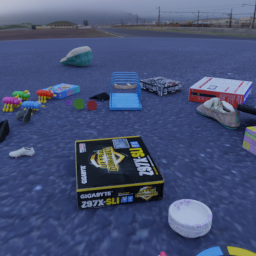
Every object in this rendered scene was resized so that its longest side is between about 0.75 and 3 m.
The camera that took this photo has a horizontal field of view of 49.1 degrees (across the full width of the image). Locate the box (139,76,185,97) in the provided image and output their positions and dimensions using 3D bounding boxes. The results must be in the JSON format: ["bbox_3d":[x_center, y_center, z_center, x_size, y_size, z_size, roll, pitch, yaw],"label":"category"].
[{"bbox_3d":[1.843,-2.401,15.853,1.687,0.532,2.139,-16,27,-33],"label":"box"}]

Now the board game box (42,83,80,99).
[{"bbox_3d":[-3.616,-2.004,15.113,1.268,0.375,1.667,12,26,27],"label":"board game box"}]

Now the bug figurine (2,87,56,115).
[{"bbox_3d":[-4.655,-1.357,13.167,2.086,0.692,2.690,1,23,2],"label":"bug figurine"}]

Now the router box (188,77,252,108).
[{"bbox_3d":[4.817,-1.907,14.449,2.573,0.700,2.867,13,26,28],"label":"router box"}]

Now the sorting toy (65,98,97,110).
[{"bbox_3d":[-2.161,-1.065,12.770,1.421,0.493,0.489,5,-3,-18],"label":"sorting toy"}]

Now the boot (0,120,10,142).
[{"bbox_3d":[-4.835,0.093,9.942,0.988,0.497,1.321,-3,23,-7],"label":"boot"}]

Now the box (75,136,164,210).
[{"bbox_3d":[-0.372,1.049,7.521,2.050,0.634,2.568,-2,23,-10],"label":"box"}]

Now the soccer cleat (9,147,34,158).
[{"bbox_3d":[-3.298,0.734,8.685,0.753,0.292,0.261,-4,23,-7],"label":"soccer cleat"}]

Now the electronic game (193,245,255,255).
[{"bbox_3d":[1.743,2.509,4.342,1.756,0.365,1.756,0,23,0],"label":"electronic game"}]

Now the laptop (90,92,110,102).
[{"bbox_3d":[-1.422,-1.546,14.458,0.875,0.452,0.776,-15,8,42],"label":"laptop"}]

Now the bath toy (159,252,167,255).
[{"bbox_3d":[-0.203,2.306,4.333,2.071,0.765,0.900,0,23,-2],"label":"bath toy"}]

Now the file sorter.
[{"bbox_3d":[-0.147,-1.802,13.351,1.463,1.293,2.108,-1,25,-2],"label":"file sorter"}]

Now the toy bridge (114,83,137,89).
[{"bbox_3d":[0.042,-2.468,16.431,1.641,0.223,0.552,-6,26,-15],"label":"toy bridge"}]

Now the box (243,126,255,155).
[{"bbox_3d":[4.701,0.460,8.751,1.531,0.740,1.347,-8,24,-17],"label":"box"}]

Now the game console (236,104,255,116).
[{"bbox_3d":[5.433,-0.484,10.387,2.550,0.396,2.255,18,8,27],"label":"game console"}]

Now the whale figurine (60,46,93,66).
[{"bbox_3d":[-4.153,-5.570,22.798,2.828,1.467,2.250,-16,10,29],"label":"whale figurine"}]

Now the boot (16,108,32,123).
[{"bbox_3d":[-4.260,-0.453,11.304,0.824,0.299,0.749,-10,51,30],"label":"boot"}]

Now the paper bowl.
[{"bbox_3d":[1.257,1.882,5.731,0.862,0.448,0.862,0,23,0],"label":"paper bowl"}]

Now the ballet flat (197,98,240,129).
[{"bbox_3d":[3.740,-0.772,11.571,0.853,0.843,2.507,-9,24,-21],"label":"ballet flat"}]
